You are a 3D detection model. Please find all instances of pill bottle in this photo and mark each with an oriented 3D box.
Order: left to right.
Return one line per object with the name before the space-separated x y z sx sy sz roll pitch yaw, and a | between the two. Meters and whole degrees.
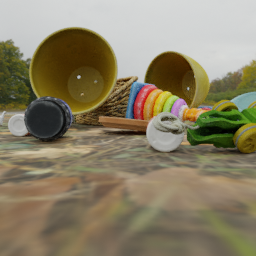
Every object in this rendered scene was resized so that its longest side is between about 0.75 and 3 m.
pill bottle | -2.575 -0.091 7.056 0.537 0.537 0.941 0 4 -1
pill bottle | -1.662 -0.207 5.938 0.915 0.915 1.637 -1 4 -9
pill bottle | 0.585 0.052 4.612 0.566 0.566 0.991 0 3 4

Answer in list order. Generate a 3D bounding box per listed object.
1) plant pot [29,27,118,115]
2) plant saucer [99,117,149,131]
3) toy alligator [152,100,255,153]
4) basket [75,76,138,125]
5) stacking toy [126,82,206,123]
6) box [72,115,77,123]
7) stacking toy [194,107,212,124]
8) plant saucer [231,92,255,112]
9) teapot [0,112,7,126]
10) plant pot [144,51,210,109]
plant pot | -1.709 -1.794 10.113 2.929 2.929 2.079 0 -5 4
plant saucer | 0.098 -0.084 7.663 1.803 0.291 1.803 5 0 0
toy alligator | 1.565 0.037 4.295 2.674 0.642 0.886 -3 35 -16
basket | -1.122 -1.207 12.231 2.019 2.108 2.829 -3 6 -39
stacking toy | 1.482 -0.584 9.643 2.885 1.583 1.674 15 11 32
box | -3.351 -0.507 14.082 2.559 0.444 1.408 2 3 25
stacking toy | 3.004 -0.315 10.451 0.729 0.771 1.328 0 15 -2
plant saucer | 3.471 -0.541 7.560 1.929 0.371 1.929 -12 34 8
teapot | -5.356 -0.392 10.919 0.868 0.642 0.880 1 5 23
plant pot | 2.131 -1.642 10.885 1.803 2.540 2.540 -9 9 -41
